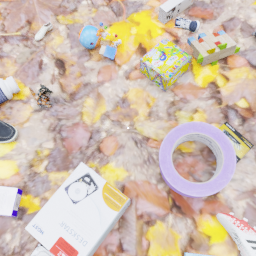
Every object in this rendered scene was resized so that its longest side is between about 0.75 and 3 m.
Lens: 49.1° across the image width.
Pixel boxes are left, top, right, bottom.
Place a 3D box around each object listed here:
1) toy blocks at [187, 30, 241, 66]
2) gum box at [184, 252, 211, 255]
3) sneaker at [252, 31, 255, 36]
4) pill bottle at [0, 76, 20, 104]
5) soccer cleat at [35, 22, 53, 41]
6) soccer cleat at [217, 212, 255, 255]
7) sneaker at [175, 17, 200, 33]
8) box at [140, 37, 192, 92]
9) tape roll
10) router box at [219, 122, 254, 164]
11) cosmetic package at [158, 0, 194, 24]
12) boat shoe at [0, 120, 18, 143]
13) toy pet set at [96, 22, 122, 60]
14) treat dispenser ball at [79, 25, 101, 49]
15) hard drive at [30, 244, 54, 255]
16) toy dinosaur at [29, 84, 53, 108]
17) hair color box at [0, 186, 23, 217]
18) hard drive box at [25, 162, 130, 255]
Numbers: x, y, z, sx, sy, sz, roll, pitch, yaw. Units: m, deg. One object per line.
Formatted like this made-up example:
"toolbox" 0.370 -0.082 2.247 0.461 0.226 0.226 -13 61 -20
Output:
"toy blocks" 3.802 -3.840 12.959 2.254 1.127 1.541 -22 58 -9
"gum box" 2.469 5.004 9.553 1.095 0.287 1.289 5 67 2
"sneaker" 6.945 -4.768 13.342 2.209 0.834 1.257 -38 75 -12
"pill bottle" -5.568 -1.487 11.902 1.753 0.973 0.973 -30 70 -12
"soccer cleat" -4.106 -4.697 13.538 0.395 0.442 1.141 36 72 14
"soccer cleat" 4.124 4.003 9.664 2.659 0.912 1.133 38 68 10
"sneaker" 2.347 -4.196 11.359 0.735 0.475 1.355 6 24 -16
"box" 1.645 -2.824 12.440 1.590 1.007 1.650 42 74 16
"tape roll" 2.510 1.203 10.466 2.709 1.151 2.709 -2 74 6
"router box" 4.110 0.627 11.330 1.149 0.382 1.462 -41 73 -15
"cosmetic package" 2.432 -6.087 13.909 2.068 0.854 0.524 -39 75 -14
"boat shoe" -5.720 -0.106 11.431 2.547 0.793 0.950 23 67 8
"toy pet set" -0.788 -3.850 12.709 0.748 1.409 1.315 22 95 31
"treat dispenser ball" -1.765 -4.223 13.036 1.046 1.046 1.046 0 67 0
"hard drive" -2.560 5.265 9.369 2.334 0.442 1.631 32 71 12
"toy dinosaur" -3.757 -1.406 12.106 1.292 0.660 0.877 35 87 -9
"hair color box" -4.994 2.672 10.370 1.850 0.600 1.011 6 68 1
"hard drive box" -1.657 3.088 9.903 2.271 1.119 2.914 34 72 14
